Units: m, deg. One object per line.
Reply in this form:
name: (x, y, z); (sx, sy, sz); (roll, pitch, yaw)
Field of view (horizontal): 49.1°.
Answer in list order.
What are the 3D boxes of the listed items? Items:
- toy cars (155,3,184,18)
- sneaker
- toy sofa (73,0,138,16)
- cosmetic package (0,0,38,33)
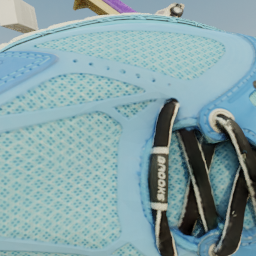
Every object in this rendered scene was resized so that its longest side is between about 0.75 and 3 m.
toy cars: (0.869, -2.507, 5.194); (0.597, 2.695, 1.208); (24, 9, 5)
sneaker: (0.695, 0.065, 1.026); (2.796, 1.096, 1.257); (-1, 9, -12)
toy sofa: (-0.380, -3.372, 8.016); (2.207, 1.077, 0.914); (31, -4, -15)
cosmetic package: (-3.250, -3.321, 8.313); (0.539, 0.767, 1.511); (-7, 10, 5)
